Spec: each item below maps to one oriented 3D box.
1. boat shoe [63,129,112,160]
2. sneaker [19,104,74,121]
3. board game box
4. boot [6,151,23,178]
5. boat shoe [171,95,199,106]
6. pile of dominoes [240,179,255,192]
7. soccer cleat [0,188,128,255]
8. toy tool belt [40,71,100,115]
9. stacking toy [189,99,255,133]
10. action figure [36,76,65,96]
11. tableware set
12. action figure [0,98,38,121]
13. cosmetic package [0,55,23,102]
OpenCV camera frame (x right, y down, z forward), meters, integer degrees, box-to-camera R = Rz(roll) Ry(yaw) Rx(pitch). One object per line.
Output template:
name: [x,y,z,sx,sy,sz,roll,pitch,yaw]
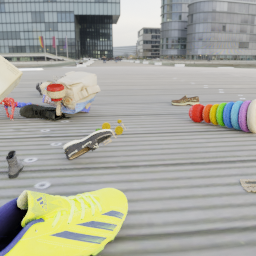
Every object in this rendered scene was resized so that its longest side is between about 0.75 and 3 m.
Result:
boat shoe: [-1.065,0.461,7.718,1.429,0.431,0.528,-20,-26,-7]
sneaker: [-3.449,-0.649,12.005,2.052,0.616,1.070,-1,11,-45]
board game box: [-2.962,-1.464,13.646,1.599,0.972,2.006,8,7,-42]
boot: [-2.823,0.818,6.988,0.309,0.583,0.885,-6,17,-15]
boat shoe: [3.137,-1.550,15.389,1.553,0.574,0.574,-1,16,-3]
pile of dominoes: [2.944,1.314,6.239,0.781,0.124,0.609,-4,15,16]
soccer cleat: [-1.031,1.343,3.986,0.925,1.197,2.861,15,22,42]
toy tool belt: [-2.266,-1.209,11.564,1.761,1.733,2.820,11,27,19]
stacking toy: [3.684,-0.511,11.001,2.872,1.226,1.226,5,15,41]
action figure: [-4.482,-2.736,18.190,2.755,1.406,1.637,-1,5,4]
tableware set: [-0.566,0.064,9.095,0.962,0.648,0.148,-36,13,-15]
action figure: [-5.035,-0.780,12.721,0.715,1.085,2.193,3,-6,20]
cosmetic package: [-5.639,-1.524,10.939,1.038,1.470,2.840,-37,20,50]
